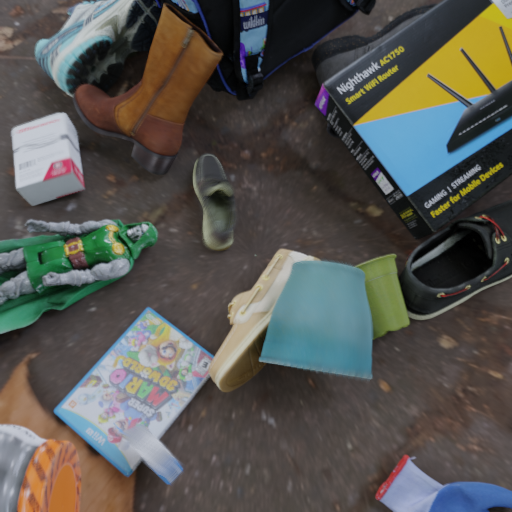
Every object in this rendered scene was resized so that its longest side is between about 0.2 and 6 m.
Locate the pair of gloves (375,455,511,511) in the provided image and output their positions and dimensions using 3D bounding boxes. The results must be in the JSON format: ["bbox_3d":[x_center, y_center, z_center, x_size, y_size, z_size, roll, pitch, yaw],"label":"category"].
[{"bbox_3d":[2.286,4.055,7.015,2.399,0.340,2.984,34,69,14],"label":"pair of gloves"}]

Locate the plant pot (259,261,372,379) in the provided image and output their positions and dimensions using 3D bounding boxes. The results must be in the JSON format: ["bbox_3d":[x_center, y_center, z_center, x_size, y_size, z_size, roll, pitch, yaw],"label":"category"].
[{"bbox_3d":[0.873,0.837,7.554,1.500,1.500,1.409,8,79,4],"label":"plant pot"}]

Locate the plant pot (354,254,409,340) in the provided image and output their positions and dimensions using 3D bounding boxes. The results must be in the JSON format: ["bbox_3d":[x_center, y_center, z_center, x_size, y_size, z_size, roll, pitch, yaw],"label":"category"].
[{"bbox_3d":[1.775,0.676,8.402,1.106,1.106,1.050,-18,77,-9],"label":"plant pot"}]

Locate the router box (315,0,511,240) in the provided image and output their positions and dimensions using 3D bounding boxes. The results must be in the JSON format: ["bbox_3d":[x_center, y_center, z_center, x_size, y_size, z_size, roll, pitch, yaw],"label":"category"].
[{"bbox_3d":[3.381,-2.564,9.213,3.914,0.999,2.919,-36,87,-7],"label":"router box"}]

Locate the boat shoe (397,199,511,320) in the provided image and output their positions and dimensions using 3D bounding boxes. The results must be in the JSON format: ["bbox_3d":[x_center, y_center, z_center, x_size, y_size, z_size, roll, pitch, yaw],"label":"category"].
[{"bbox_3d":[3.502,-0.106,8.780,3.028,0.949,1.108,-30,62,-16],"label":"boat shoe"}]

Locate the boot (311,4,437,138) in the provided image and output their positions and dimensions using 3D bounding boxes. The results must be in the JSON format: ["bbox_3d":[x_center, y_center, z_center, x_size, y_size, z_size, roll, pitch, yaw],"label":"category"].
[{"bbox_3d":[2.617,-3.263,10.274,3.011,1.051,1.982,-18,66,13],"label":"boot"}]

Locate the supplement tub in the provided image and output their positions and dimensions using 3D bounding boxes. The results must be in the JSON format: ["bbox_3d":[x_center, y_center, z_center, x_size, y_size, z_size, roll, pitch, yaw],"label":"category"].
[{"bbox_3d":[-3.831,2.996,6.660,3.092,1.895,1.895,-1,63,-1],"label":"supplement tub"}]

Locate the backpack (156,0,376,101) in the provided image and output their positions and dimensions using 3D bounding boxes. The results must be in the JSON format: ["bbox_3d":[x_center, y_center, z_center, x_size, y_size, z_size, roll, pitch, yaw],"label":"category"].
[{"bbox_3d":[-0.208,-5.354,9.342,3.727,4.083,2.747,-39,52,-10],"label":"backpack"}]

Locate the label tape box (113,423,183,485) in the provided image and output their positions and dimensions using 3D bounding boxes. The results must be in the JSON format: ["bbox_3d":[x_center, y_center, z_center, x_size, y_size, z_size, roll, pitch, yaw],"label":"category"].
[{"bbox_3d":[-1.393,2.468,7.240,0.302,0.655,0.914,-40,63,-20],"label":"label tape box"}]

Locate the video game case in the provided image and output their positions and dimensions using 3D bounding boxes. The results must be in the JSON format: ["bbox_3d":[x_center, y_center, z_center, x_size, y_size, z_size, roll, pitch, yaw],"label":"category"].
[{"bbox_3d":[-1.711,1.911,8.166,1.441,0.179,2.014,34,68,16],"label":"video game case"}]

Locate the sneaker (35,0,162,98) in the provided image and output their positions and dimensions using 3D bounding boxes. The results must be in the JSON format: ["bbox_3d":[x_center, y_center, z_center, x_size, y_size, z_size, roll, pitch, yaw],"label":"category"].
[{"bbox_3d":[-2.814,-4.579,10.828,1.489,1.339,3.450,35,68,20],"label":"sneaker"}]

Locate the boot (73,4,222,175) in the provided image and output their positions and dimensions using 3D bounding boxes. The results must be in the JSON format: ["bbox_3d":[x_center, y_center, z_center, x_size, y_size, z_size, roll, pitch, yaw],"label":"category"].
[{"bbox_3d":[-1.920,-2.952,9.302,2.330,2.475,0.847,44,37,18],"label":"boot"}]

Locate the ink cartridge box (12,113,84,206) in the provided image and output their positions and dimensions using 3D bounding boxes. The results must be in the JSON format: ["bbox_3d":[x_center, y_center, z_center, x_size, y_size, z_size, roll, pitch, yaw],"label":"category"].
[{"bbox_3d":[-3.589,-1.680,9.665,0.991,0.569,1.364,-17,61,1],"label":"ink cartridge box"}]

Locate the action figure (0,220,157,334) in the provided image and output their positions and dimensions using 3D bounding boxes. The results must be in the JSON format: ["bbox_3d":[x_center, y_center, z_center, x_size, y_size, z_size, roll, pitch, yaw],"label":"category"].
[{"bbox_3d":[-3.179,0.116,8.727,3.380,0.924,1.997,-18,62,-13],"label":"action figure"}]

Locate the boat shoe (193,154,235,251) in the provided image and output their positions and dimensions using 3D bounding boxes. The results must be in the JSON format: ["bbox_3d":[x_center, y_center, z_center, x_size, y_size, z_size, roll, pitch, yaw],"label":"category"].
[{"bbox_3d":[-0.639,-0.993,9.334,0.643,0.591,1.799,0,65,-21],"label":"boat shoe"}]

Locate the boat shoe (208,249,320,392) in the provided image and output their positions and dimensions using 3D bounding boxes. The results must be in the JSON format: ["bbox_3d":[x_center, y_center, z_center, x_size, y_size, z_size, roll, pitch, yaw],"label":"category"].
[{"bbox_3d":[0.021,0.883,8.360,0.852,0.908,2.464,27,62,27],"label":"boat shoe"}]
